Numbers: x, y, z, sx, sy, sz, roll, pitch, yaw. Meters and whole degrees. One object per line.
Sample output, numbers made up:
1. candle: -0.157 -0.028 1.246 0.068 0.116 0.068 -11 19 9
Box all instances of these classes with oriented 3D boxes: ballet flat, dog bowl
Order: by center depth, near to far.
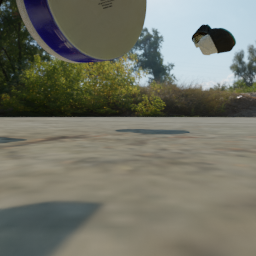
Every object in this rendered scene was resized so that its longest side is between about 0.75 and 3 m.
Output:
1. dog bowl: -0.772 -2.516 5.368 0.973 2.471 2.471 11 9 43
2. ballet flat: 2.690 -2.824 9.218 0.858 0.853 2.509 -31 22 11

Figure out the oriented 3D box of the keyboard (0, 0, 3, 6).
1. keyboard: -1.981 -2.576 4.052 0.349 1.760 0.916 7 -39 -41
